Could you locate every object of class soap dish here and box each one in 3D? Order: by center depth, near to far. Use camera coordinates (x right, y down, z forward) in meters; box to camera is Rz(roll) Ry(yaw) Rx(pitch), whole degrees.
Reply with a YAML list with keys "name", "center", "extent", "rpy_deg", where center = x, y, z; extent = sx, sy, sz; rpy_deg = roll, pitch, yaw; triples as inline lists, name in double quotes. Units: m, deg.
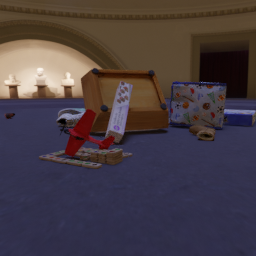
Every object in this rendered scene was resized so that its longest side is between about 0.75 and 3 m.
- name: "soap dish"
  center: [-0.076, -1.030, 9.932]
  extent: [2.904, 2.285, 1.180]
  rpy_deg: [-3, -31, -19]

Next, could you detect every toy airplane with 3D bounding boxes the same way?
- name: "toy airplane"
  center: [-0.842, 0.241, 5.956]
  extent: [1.272, 1.272, 0.234]
  rpy_deg: [-2, 35, -13]

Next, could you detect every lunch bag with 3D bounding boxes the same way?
- name: "lunch bag"
  center: [2.686, -0.922, 10.930]
  extent: [2.081, 1.769, 1.289]
  rpy_deg: [4, 6, 18]

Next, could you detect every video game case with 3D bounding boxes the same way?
- name: "video game case"
  center: [4.407, -0.500, 12.512]
  extent: [2.288, 0.520, 2.074]
  rpy_deg: [4, 9, 28]

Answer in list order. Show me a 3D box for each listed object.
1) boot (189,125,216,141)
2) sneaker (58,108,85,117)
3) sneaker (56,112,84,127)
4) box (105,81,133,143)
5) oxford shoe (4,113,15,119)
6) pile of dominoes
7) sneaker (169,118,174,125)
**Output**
- name: "boot"
  center: [2.253, 0.137, 8.652]
  extent: [0.895, 0.338, 1.022]
  rpy_deg: [3, 9, 22]
- name: "sneaker"
  center: [-2.369, -0.545, 12.419]
  extent: [1.811, 0.666, 1.068]
  rpy_deg: [0, 7, -36]
- name: "sneaker"
  center: [-2.052, -0.271, 11.106]
  extent: [1.668, 0.622, 0.727]
  rpy_deg: [-6, 14, 16]
- name: "box"
  center: [-0.240, -0.539, 8.330]
  extent: [0.417, 0.447, 2.155]
  rpy_deg: [19, 46, -10]
- name: "oxford shoe"
  center: [-6.039, -0.665, 14.299]
  extent: [0.299, 0.294, 0.825]
  rpy_deg: [-21, 9, 2]
- name: "pile of dominoes"
  center: [-0.881, 0.519, 6.112]
  extent: [1.670, 0.266, 1.302]
  rpy_deg: [5, 9, 29]
- name: "sneaker"
  center: [1.732, -0.274, 11.956]
  extent: [0.928, 0.357, 0.380]
  rpy_deg: [12, -8, 34]
